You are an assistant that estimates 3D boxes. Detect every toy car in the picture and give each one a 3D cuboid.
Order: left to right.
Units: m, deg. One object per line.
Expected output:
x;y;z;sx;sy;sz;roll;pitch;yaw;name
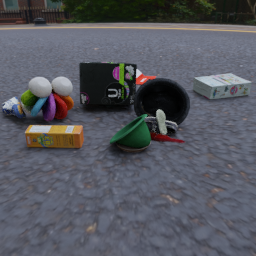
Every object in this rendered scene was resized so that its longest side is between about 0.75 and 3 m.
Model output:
-3.059;-0.978;10.904;2.021;1.769;1.516;-9;66;-41;toy car

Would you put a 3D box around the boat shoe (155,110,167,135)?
1.107;-0.179;9.652;0.367;0.306;0.983;8;62;-27;boat shoe

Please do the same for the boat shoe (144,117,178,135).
1.034;-0.041;9.948;1.456;0.529;0.457;7;23;5;boat shoe

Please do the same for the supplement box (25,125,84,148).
-2.396;0.282;9.198;1.789;0.595;0.615;1;28;3;supplement box

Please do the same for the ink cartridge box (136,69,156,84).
0.340;-3.035;16.078;2.260;0.534;1.809;7;27;18;ink cartridge box

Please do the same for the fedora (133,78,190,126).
1.289;-0.891;10.808;2.118;2.118;0.967;3;-5;6;fedora

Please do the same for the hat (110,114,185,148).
0.516;0.542;9.039;1.752;1.542;1.451;-31;11;41;hat

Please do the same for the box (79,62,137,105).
-0.868;-1.949;12.135;2.360;1.753;1.467;1;13;-3;box

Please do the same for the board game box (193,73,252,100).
4.636;-2.093;13.942;2.248;0.723;1.659;-9;28;-15;board game box

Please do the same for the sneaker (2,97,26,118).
-4.666;-0.708;11.382;0.752;0.642;1.707;-27;30;-18;sneaker

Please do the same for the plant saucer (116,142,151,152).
0.169;0.499;9.215;1.166;0.187;1.166;0;25;0;plant saucer
